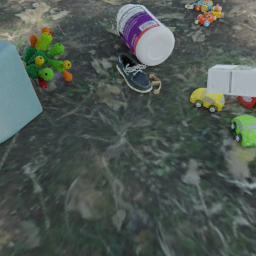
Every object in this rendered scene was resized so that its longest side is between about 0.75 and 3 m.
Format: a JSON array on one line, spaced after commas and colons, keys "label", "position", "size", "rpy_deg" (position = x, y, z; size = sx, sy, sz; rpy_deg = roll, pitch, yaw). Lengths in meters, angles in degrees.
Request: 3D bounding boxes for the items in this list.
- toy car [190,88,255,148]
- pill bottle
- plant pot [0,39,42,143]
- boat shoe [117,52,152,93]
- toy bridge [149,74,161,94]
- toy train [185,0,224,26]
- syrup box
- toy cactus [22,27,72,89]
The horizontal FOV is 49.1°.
[{"label": "toy car", "position": [3.349, -0.509, 8.338], "size": [2.575, 0.574, 2.423], "rpy_deg": [-4, 48, -3]}, {"label": "pill bottle", "position": [0.526, -3.596, 10.496], "size": [1.469, 1.469, 2.613], "rpy_deg": [-18, 50, -15]}, {"label": "plant pot", "position": [-4.344, -0.780, 7.420], "size": [2.531, 2.538, 2.585], "rpy_deg": [21, 57, 18]}, {"label": "boat shoe", "position": [0.204, -1.952, 9.612], "size": [0.720, 0.595, 1.924], "rpy_deg": [-19, 51, -16]}, {"label": "toy bridge", "position": [0.957, -1.524, 9.548], "size": [0.315, 0.128, 0.938], "rpy_deg": [-3, 48, -7]}, {"label": "toy train", "position": [3.497, -5.399, 12.713], "size": [1.510, 0.559, 2.011], "rpy_deg": [-12, 50, -11]}, {"label": "syrup box", "position": [2.852, -1.166, 6.871], "size": [1.626, 0.662, 0.640], "rpy_deg": [11, 27, 31]}, {"label": "toy cactus", "position": [-3.189, -2.167, 9.573], "size": [2.361, 1.463, 2.861], "rpy_deg": [-27, 54, 1]}]
